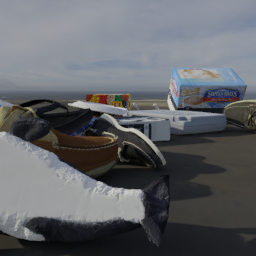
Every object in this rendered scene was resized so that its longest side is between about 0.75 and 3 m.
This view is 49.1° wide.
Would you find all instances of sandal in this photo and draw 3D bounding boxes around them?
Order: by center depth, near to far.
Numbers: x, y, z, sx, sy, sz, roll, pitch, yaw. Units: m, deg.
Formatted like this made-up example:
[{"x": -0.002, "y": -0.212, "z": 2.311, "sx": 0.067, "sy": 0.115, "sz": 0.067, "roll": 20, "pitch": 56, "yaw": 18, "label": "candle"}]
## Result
[{"x": -1.854, "y": -0.163, "z": 4.809, "sx": 2.476, "sy": 0.530, "sz": 0.941, "roll": -4, "pitch": 20, "yaw": 2, "label": "sandal"}]

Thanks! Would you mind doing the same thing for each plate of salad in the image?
[{"x": -1.044, "y": -0.603, "z": 11.183, "sx": 2.751, "sy": 0.661, "sz": 2.751, "roll": 11, "pitch": 6, "yaw": -1, "label": "plate of salad"}]

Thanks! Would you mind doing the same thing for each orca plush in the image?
[{"x": -0.647, "y": 0.493, "z": 2.369, "sx": 1.976, "sy": 1.039, "sz": 0.702, "roll": -2, "pitch": -24, "yaw": 3, "label": "orca plush"}]

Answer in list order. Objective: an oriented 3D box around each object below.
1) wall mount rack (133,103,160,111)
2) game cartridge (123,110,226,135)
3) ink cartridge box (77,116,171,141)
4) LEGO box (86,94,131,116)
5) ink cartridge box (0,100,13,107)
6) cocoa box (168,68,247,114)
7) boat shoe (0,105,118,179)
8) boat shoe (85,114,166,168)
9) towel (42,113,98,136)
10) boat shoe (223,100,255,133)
[{"x": 1.179, "y": -0.741, "z": 12.014, "sx": 1.894, "sy": 0.706, "sz": 1.645, "roll": 5, "pitch": 9, "yaw": 41, "label": "wall mount rack"}, {"x": 1.432, "y": -0.248, "z": 8.845, "sx": 1.986, "sy": 0.603, "sz": 2.979, "roll": -8, "pitch": 11, "yaw": -31, "label": "game cartridge"}, {"x": -0.559, "y": 0.037, "z": 6.571, "sx": 2.814, "sy": 0.552, "sz": 1.399, "roll": -4, "pitch": 9, "yaw": -22, "label": "ink cartridge box"}, {"x": -0.908, "y": -1.212, "z": 14.312, "sx": 2.021, "sy": 1.047, "sz": 2.714, "roll": 0, "pitch": 7, "yaw": 2, "label": "LEGO box"}, {"x": -4.941, "y": -0.723, "z": 9.298, "sx": 2.077, "sy": 0.693, "sz": 1.203, "roll": 21, "pitch": 10, "yaw": 5, "label": "ink cartridge box"}, {"x": 2.901, "y": -1.285, "z": 10.669, "sx": 2.427, "sy": 1.593, "sz": 1.619, "roll": 0, "pitch": 35, "yaw": -4, "label": "cocoa box"}, {"x": -1.321, "y": 0.220, "z": 3.290, "sx": 2.611, "sy": 0.964, "sz": 0.988, "roll": -4, "pitch": 8, "yaw": -31, "label": "boat shoe"}, {"x": -0.117, "y": 0.267, "z": 4.549, "sx": 0.524, "sy": 0.642, "sz": 1.739, "roll": -39, "pitch": 42, "yaw": -18, "label": "boat shoe"}, {"x": -1.776, "y": 0.140, "z": 4.855, "sx": 1.577, "sy": 0.260, "sz": 2.178, "roll": 5, "pitch": 23, "yaw": 30, "label": "towel"}, {"x": 3.651, "y": -0.274, "z": 7.593, "sx": 2.377, "sy": 0.849, "sz": 0.781, "roll": 15, "pitch": 17, "yaw": 39, "label": "boat shoe"}]
